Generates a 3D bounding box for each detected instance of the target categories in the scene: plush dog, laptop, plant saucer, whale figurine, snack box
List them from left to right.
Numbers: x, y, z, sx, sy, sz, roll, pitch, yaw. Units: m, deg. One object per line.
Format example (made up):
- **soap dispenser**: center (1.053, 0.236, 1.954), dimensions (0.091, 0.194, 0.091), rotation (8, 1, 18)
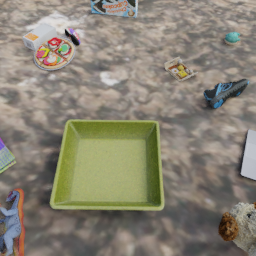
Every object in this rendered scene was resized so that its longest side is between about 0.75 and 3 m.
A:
- **plant saucer**: center (-0.506, 1.083, 8.050), dimensions (2.879, 0.690, 2.883), rotation (1, 52, 1)
- **snack box**: center (-0.657, -5.977, 13.141), dimensions (2.206, 1.282, 0.409), rotation (9, 51, 7)
- **whale figurine**: center (4.562, -3.968, 12.117), dimensions (0.676, 0.441, 0.850), rotation (32, 59, 23)
- **plush dog**: center (3.288, 2.601, 6.503), dimensions (2.469, 1.981, 2.121), rotation (-5, 32, -33)
- **laptop**: center (4.514, 0.699, 8.039), dimensions (1.976, 1.145, 1.851), rotation (19, 53, 11)

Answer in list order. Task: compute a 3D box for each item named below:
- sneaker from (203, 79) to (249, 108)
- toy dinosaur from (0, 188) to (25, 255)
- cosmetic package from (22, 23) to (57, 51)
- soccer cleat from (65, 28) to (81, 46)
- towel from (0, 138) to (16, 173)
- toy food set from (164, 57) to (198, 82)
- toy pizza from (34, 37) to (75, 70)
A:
- **sneaker**: center (3.533, -1.411, 9.983), dimensions (1.817, 0.665, 0.744), rotation (-27, 59, -19)
- **toy dinosaur**: center (-2.958, 2.467, 7.190), dimensions (1.950, 1.024, 1.769), rotation (39, 42, -14)
- **cosmetic package**: center (-3.778, -3.937, 12.074), dimensions (0.677, 0.476, 1.335), rotation (28, 56, 20)
- **soccer cleat**: center (-2.324, -4.005, 12.203), dimensions (0.431, 0.402, 1.178), rotation (-25, 55, -29)
- **towel**: center (-4.620, 0.618, 8.384), dimensions (1.592, 0.252, 2.217), rotation (-35, 73, -26)
- **toy food set**: center (2.054, -2.310, 10.900), dimensions (0.796, 0.335, 1.109), rotation (-28, 57, -20)
- **toy pizza**: center (-2.995, -3.066, 11.307), dimensions (1.722, 0.273, 1.722), rotation (-3, 62, 6)
